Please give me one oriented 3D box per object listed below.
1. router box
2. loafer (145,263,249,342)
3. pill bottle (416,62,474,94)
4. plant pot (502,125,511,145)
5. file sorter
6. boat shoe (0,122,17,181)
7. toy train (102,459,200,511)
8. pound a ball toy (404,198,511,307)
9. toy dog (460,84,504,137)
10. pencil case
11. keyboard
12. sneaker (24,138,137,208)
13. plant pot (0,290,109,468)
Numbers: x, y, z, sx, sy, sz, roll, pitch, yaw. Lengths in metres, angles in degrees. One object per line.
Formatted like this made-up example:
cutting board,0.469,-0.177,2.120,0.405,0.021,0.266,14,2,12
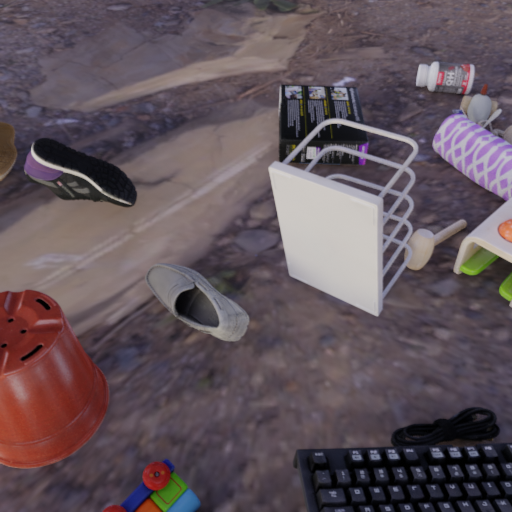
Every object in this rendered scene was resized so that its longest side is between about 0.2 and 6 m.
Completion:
router box,1.270,-2.642,11.109,1.646,0.563,2.206,2,43,1
loafer,-0.919,0.565,7.682,1.884,0.657,0.659,25,92,35
pill bottle,4.218,-3.995,12.543,1.159,0.642,0.642,7,45,8
plant pot,4.968,-1.934,10.442,0.815,0.815,0.746,17,59,16
file sorter,1.285,-0.560,7.585,1.497,2.157,1.343,24,59,29
boat shoe,-4.773,-1.759,10.272,0.725,0.681,1.968,8,35,-20
toy train,-1.203,2.950,5.567,0.950,0.695,1.642,38,55,16
pound a ball toy,3.798,-0.461,8.612,2.683,1.140,1.750,-33,53,-29
toy dog,4.604,-2.951,11.424,0.988,0.721,1.498,-3,45,-3
pencil case,4.196,-1.774,10.184,0.910,0.893,2.129,-2,40,-37
keyboard,2.313,2.338,5.822,3.751,0.481,2.253,1,24,-7
sneaker,-2.950,-1.243,9.467,1.851,0.811,0.701,27,42,-21
plant pot,-2.666,1.331,6.487,1.616,1.571,1.616,0,44,0
